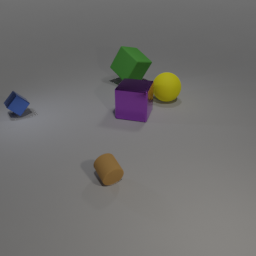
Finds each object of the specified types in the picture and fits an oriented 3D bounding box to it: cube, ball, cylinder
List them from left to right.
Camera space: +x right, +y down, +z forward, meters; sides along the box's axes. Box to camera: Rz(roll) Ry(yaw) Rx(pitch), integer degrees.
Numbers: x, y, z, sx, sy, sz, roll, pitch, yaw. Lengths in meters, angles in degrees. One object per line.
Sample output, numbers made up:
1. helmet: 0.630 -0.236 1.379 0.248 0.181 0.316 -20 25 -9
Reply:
1. cube: -4.857 -1.078 12.222 0.700 0.700 0.700 -54 41 -1
2. cylinder: -0.587 1.241 8.437 0.700 0.700 0.700 -16 46 -25
3. cube: 0.164 -3.485 15.424 1.400 1.400 1.400 48 34 22
4. cube: 0.296 -1.246 12.263 1.400 1.400 1.400 8 30 14
5. ball: 1.869 -1.980 13.570 1.400 1.400 1.400 0 29 0
